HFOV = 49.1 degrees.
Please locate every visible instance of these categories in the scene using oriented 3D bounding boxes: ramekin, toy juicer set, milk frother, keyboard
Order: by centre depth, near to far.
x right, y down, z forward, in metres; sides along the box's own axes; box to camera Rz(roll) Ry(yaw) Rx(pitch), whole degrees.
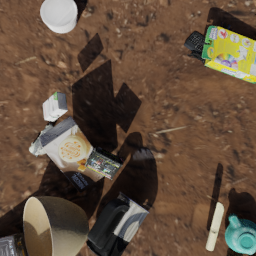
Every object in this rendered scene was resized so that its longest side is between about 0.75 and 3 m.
[{"bbox_3d":[-0.009,3.512,9.097,2.189,1.976,2.059,32,80,17],"label":"milk frother"},{"bbox_3d":[3.815,4.048,9.750,2.973,0.809,1.891,34,97,3],"label":"toy juicer set"},{"bbox_3d":[3.335,-3.046,11.420,2.169,0.430,1.129,37,80,8],"label":"keyboard"},{"bbox_3d":[-2.788,-4.652,11.618,1.517,0.706,1.517,0,77,0],"label":"ramekin"}]

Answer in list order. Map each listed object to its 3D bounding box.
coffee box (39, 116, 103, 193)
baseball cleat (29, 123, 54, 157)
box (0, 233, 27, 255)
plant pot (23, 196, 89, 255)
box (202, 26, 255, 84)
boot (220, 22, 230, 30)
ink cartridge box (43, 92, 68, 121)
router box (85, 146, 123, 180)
[{"bbox_3d":[-1.807,0.932,9.620,1.310,0.913,2.291,-35,122,-9],"label":"coffee box"},{"bbox_3d":[-3.137,0.491,10.666,0.709,0.465,1.333,39,90,2],"label":"baseball cleat"},{"bbox_3d":[-4.121,4.708,9.421,1.554,0.474,1.963,-20,77,17],"label":"box"},{"bbox_3d":[-2.255,3.342,9.264,1.611,2.400,2.400,-3,74,-40],"label":"plant pot"},{"bbox_3d":[4.131,-2.889,11.023,2.617,0.633,1.535,18,78,-11],"label":"box"},{"bbox_3d":[4.038,-4.055,11.699,0.391,0.301,0.806,14,76,5],"label":"boot"},{"bbox_3d":[-2.383,-0.686,9.139,0.872,0.368,0.637,-29,63,39],"label":"ink cartridge box"},{"bbox_3d":[-0.774,1.141,9.134,1.032,0.321,0.774,29,120,-12],"label":"router box"}]
